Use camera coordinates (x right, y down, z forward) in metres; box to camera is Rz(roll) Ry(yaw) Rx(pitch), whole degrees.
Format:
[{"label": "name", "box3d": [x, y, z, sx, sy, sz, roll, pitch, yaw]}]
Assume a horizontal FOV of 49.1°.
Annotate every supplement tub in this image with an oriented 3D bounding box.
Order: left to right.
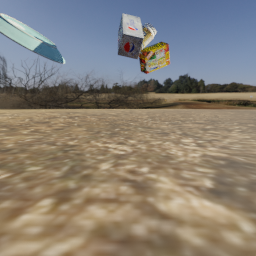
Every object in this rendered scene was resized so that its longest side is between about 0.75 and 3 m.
[{"label": "supplement tub", "box3d": [0.603, -3.642, 11.140, 0.683, 0.944, 0.683, 42, -8, 7]}]

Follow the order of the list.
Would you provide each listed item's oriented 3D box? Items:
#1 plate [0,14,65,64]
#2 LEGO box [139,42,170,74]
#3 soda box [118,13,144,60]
[{"label": "plate", "box3d": [-3.254, -3.000, 9.080, 2.865, 0.366, 2.865, 32, 13, -9]}, {"label": "LEGO box", "box3d": [1.164, -3.115, 12.403, 1.330, 0.990, 0.513, -27, 38, -21]}, {"label": "soda box", "box3d": [0.054, -3.127, 9.435, 0.689, 0.741, 2.171, 11, 37, -10]}]
